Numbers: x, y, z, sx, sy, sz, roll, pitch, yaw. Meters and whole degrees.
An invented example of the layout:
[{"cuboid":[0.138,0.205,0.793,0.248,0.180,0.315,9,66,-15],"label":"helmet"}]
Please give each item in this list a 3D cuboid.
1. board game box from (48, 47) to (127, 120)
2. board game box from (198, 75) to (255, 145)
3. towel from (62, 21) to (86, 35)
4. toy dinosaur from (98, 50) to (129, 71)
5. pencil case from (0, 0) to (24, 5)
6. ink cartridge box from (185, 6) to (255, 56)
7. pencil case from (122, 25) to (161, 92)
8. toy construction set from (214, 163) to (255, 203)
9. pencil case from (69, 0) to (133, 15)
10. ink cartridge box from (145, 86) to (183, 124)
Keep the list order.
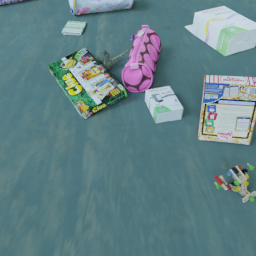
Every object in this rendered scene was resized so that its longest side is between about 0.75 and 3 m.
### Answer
[{"cuboid":[-1.344,-1.485,8.639,1.467,0.328,2.799,-32,52,-11],"label":"board game box"},{"cuboid":[2.374,-0.402,6.653,1.258,1.660,0.384,6,37,12],"label":"board game box"},{"cuboid":[-2.223,-4.167,11.686,0.826,0.170,1.108,6,43,3],"label":"towel"},{"cuboid":[-0.732,-2.224,9.399,1.571,0.373,0.692,-43,60,-11],"label":"toy dinosaur"},{"cuboid":[-5.602,-6.640,13.538,2.471,1.037,1.056,-20,50,-20],"label":"pencil case"},{"cuboid":[3.573,-3.934,10.885,1.540,0.885,2.629,-20,48,-19],"label":"ink cartridge box"},{"cuboid":[0.443,-2.270,9.024,1.109,1.145,2.443,5,45,7],"label":"pencil case"},{"cuboid":[2.262,1.200,5.737,0.832,0.693,0.639,-3,36,-24],"label":"toy construction set"},{"cuboid":[-1.237,-5.883,12.517,2.941,1.334,1.223,-11,75,-14],"label":"pencil case"},{"cuboid":[0.985,-0.673,7.893,0.765,0.441,1.048,-11,46,-11],"label":"ink cartridge box"}]
